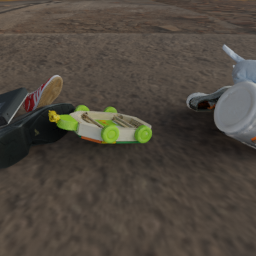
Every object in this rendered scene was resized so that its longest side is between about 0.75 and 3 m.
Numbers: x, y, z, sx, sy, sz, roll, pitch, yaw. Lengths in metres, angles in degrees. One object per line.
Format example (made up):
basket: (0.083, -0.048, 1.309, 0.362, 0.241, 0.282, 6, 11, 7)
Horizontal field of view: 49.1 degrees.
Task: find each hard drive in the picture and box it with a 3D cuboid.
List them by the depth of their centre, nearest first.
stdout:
hard drive: (-3.327, -0.454, 7.094, 1.193, 0.281, 1.709, -17, 30, 8)

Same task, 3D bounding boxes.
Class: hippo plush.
hippo plush: (4.130, -1.309, 7.820, 2.025, 2.006, 2.518, -22, 46, 31)

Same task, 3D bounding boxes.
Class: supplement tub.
supplement tub: (3.174, -0.125, 6.555, 2.094, 1.283, 1.283, 21, 22, -25)

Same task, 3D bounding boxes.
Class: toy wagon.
toy wagon: (-0.733, -0.102, 7.194, 2.631, 0.520, 2.041, 1, 17, -30)

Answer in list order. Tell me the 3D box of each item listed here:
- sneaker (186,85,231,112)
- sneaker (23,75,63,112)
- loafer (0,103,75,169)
sneaker: (2.820, -0.844, 8.893, 1.817, 0.672, 0.721, -13, 28, -1)
sneaker: (-2.607, -1.021, 8.360, 0.898, 1.597, 0.569, 43, 15, 33)
loafer: (-2.549, -0.018, 7.255, 1.036, 1.043, 2.865, 11, 26, 32)
